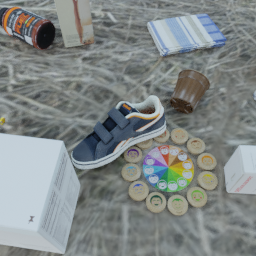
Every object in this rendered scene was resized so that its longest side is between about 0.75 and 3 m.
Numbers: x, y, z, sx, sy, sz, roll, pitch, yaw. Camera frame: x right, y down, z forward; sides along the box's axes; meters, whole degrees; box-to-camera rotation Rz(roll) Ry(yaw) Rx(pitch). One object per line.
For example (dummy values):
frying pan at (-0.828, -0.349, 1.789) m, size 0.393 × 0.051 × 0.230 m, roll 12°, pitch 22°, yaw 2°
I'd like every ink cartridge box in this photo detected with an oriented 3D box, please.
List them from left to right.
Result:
ink cartridge box at (3.548, 1.098, 7.028) m, size 1.893 × 1.368 × 0.801 m, roll 2°, pitch 58°, yaw 1°

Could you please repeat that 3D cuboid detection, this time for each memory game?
memory game at (1.146, 1.076, 7.750) m, size 2.694 × 0.172 × 2.694 m, roll 0°, pitch 57°, yaw 0°

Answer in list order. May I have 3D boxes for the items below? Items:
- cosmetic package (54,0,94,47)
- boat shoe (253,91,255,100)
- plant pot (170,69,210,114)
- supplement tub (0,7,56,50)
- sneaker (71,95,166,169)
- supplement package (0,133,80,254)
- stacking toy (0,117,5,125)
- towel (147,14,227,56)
cosmetic package at (-1.939, -4.315, 9.695) m, size 1.156 × 2.650 × 1.370 m, roll -12°, pitch 58°, yaw -7°
boat shoe at (4.889, -1.056, 8.790) m, size 1.643 × 0.701 × 0.607 m, roll 16°, pitch 59°, yaw 10°
plant pot at (1.851, -1.074, 8.689) m, size 1.054 × 1.054 × 1.043 m, roll 24°, pitch 69°, yaw 14°
supplement tub at (-3.773, -3.718, 10.249) m, size 2.071 × 1.107 × 1.107 m, roll 27°, pitch 61°, yaw 16°
sneaker at (-0.296, -0.003, 7.682) m, size 2.932 × 1.164 × 1.150 m, roll -27°, pitch 40°, yaw -20°
supplement package at (-2.256, 1.516, 6.156) m, size 1.809 × 2.384 × 1.796 m, roll 7°, pitch 58°, yaw 4°
stacking toy at (-4.245, -0.058, 8.456) m, size 0.669 × 0.208 × 0.887 m, roll 21°, pitch 61°, yaw 13°
towel at (2.172, -3.578, 10.637) m, size 2.608 × 0.310 × 1.916 m, roll -13°, pitch 56°, yaw -10°
